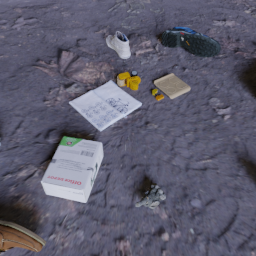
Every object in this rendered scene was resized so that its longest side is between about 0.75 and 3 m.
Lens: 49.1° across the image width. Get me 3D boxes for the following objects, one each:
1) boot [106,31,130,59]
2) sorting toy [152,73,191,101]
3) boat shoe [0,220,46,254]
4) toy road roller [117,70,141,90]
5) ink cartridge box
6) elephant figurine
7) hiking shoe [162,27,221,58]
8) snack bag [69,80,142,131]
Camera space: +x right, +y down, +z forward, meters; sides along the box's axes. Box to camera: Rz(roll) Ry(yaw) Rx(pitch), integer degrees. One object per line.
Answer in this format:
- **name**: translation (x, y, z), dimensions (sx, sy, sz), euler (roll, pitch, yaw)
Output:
- **boot**: translation (-0.473, -4.277, 13.596), dimensions (0.750, 0.975, 2.039), euler (-23, 51, -21)
- **sorting toy**: translation (1.642, -1.652, 11.682), dimensions (1.598, 0.214, 1.190), euler (-26, 55, -21)
- **boat shoe**: translation (-3.189, 2.816, 7.096), dimensions (2.336, 0.840, 0.794), euler (9, 50, 22)
- **toy road roller**: translation (0.063, -1.909, 11.649), dimensions (0.959, 0.589, 0.700), euler (-14, 63, -9)
- **ink cartridge box**: translation (-1.636, 1.222, 8.543), dimensions (1.316, 0.758, 1.804), euler (10, 47, 9)
- **elephant figurine**: translation (0.630, 2.017, 8.001), dimensions (0.839, 0.651, 0.594), euler (-41, 18, -2)
- **hiking shoe**: translation (3.158, -4.363, 13.589), dimensions (2.963, 1.102, 1.285), euler (25, 53, 22)
- **snack bag**: translation (-0.841, -0.971, 10.989), dimensions (2.228, 0.238, 2.100), euler (-32, 54, -27)
